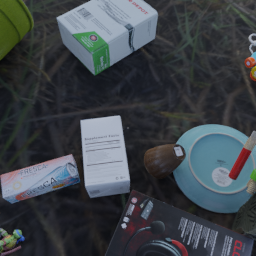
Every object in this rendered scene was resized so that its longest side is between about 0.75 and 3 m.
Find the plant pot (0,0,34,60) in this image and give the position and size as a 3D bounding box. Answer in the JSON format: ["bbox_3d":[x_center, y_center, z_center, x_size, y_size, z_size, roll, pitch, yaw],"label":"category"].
[{"bbox_3d":[-4.471,-2.409,7.167,2.920,2.920,2.811,24,76,12],"label":"plant pot"}]

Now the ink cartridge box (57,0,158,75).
[{"bbox_3d":[-0.559,-2.917,8.224,2.385,0.991,1.748,-35,67,-18],"label":"ink cartridge box"}]

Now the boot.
[{"bbox_3d":[3.288,2.006,4.943,2.426,2.206,0.880,24,76,18],"label":"boot"}]

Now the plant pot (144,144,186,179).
[{"bbox_3d":[0.880,0.663,6.229,0.739,0.791,0.739,17,57,-28],"label":"plant pot"}]

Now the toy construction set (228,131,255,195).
[{"bbox_3d":[3.363,0.649,5.240,2.312,1.929,1.777,22,103,1],"label":"toy construction set"}]

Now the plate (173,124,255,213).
[{"bbox_3d":[2.164,0.837,6.581,2.252,0.288,2.252,0,61,0],"label":"plate"}]

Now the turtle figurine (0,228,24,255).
[{"bbox_3d":[-2.679,2.259,5.598,0.907,0.935,0.673,-47,37,-18],"label":"turtle figurine"}]

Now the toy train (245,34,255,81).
[{"bbox_3d":[4.364,-1.724,7.818,2.349,0.653,1.765,18,62,6],"label":"toy train"}]

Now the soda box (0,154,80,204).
[{"bbox_3d":[-1.942,1.141,6.280,1.627,0.517,0.557,-17,62,-8],"label":"soda box"}]

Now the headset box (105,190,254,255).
[{"bbox_3d":[0.931,2.639,5.172,2.674,1.003,1.987,21,63,11],"label":"headset box"}]

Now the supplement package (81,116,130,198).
[{"bbox_3d":[-0.517,0.648,6.304,0.926,0.938,1.547,-7,62,-4],"label":"supplement package"}]
